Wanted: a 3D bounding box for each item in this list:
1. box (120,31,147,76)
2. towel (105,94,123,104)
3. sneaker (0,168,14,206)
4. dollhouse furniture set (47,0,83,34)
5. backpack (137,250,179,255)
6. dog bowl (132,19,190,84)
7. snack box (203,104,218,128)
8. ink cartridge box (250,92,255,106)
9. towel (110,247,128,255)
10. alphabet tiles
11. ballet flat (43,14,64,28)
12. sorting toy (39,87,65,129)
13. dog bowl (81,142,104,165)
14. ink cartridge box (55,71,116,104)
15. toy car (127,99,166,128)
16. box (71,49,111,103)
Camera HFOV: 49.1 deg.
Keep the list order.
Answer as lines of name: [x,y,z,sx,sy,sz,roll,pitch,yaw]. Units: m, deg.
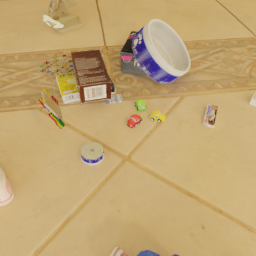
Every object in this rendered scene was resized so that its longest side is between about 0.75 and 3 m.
box: [0.543,-3.838,14.247,1.375,1.193,2.249,9,46,10]
towel: [-0.635,-1.304,12.476,0.766,0.091,0.563,-9,45,-9]
sneaker: [-4.544,1.387,8.970,0.878,1.219,2.332,-36,54,-28]
dollhouse furniture set: [-4.152,-6.900,17.929,2.059,1.765,2.166,-30,87,-26]
backpack: [0.803,3.678,6.132,2.011,1.634,1.687,30,53,32]
dog bowl: [1.550,-3.489,12.862,2.821,1.111,2.821,24,52,-34]
snack box: [3.419,-0.506,11.620,0.451,0.152,1.254,14,46,14]
ink cartridge box: [5.783,-1.162,12.155,0.791,0.333,0.577,26,50,24]
towel: [0.352,4.341,6.527,2.901,0.434,2.123,22,48,21]
alphabet tiles: [-3.540,-3.264,14.421,1.711,0.065,2.056,20,47,22]
ballet flat: [-2.809,-3.897,10.440,0.877,0.315,0.315,18,25,-47]
sorting toy: [-2.088,-0.561,7.440,0.248,0.706,1.464,-35,41,5]
dog bowl: [-1.273,0.910,10.067,0.831,0.327,0.831,0,44,0]
ink cartridge box: [-2.086,-2.266,13.143,2.411,0.573,2.440,-15,48,-14]
toy car: [0.621,-0.745,11.705,1.666,0.372,1.568,-10,46,-10]
box: [-1.631,-2.300,12.146,1.336,1.000,2.668,-9,47,-10]
